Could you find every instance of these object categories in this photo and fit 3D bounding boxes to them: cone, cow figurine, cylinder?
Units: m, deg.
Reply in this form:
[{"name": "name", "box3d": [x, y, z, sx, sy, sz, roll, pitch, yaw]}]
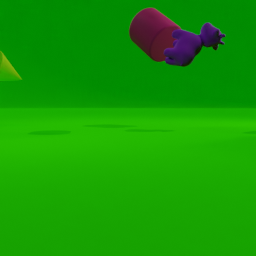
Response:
[{"name": "cone", "box3d": [-4.016, -1.833, 9.371, 1.075, 1.075, 1.079, 3, -14, 38]}, {"name": "cow figurine", "box3d": [1.764, -2.149, 7.369, 1.347, 1.368, 0.751, 18, -20, 21]}, {"name": "cylinder", "box3d": [0.889, -3.028, 9.127, 1.285, 1.285, 1.285, -4, 43, -40]}]
